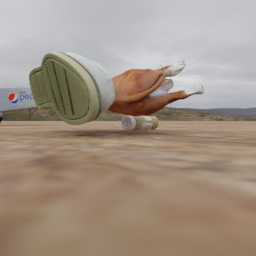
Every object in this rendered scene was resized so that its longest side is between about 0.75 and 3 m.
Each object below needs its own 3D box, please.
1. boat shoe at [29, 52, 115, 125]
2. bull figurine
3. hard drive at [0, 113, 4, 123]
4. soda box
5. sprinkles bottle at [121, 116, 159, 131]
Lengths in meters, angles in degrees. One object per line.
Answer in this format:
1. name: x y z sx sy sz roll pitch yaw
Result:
1. boat shoe: -0.769 -0.663 4.157 0.879 0.960 2.570 -17 18 -27
2. bull figurine: 0.126 -0.645 4.674 1.403 0.753 2.312 -21 18 -16
3. hard drive: -5.743 -0.927 9.488 1.724 0.406 2.470 35 7 33
4. soda box: -3.839 -1.016 9.886 0.730 0.785 2.301 -7 5 40
5. sprinkles bottle: 0.257 -0.100 5.674 0.290 0.290 0.851 2 2 44
